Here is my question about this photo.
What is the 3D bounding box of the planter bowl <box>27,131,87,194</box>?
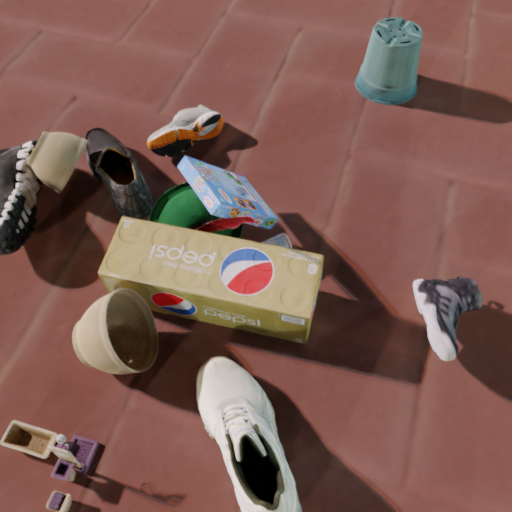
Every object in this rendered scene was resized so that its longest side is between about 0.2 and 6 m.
[{"bbox_3d":[-4.302,-2.108,11.950,0.880,1.308,1.308,28,52,-23],"label":"planter bowl"}]

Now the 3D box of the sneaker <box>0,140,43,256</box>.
[{"bbox_3d":[-5.427,-1.225,11.919,1.415,1.040,3.129,-4,51,0],"label":"sneaker"}]

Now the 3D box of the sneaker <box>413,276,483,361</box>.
[{"bbox_3d":[3.561,0.997,10.078,1.127,0.747,1.980,-16,33,10],"label":"sneaker"}]

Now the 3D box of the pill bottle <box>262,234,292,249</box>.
[{"bbox_3d":[0.315,-0.138,11.477,0.758,0.412,0.412,-25,58,-16],"label":"pill bottle"}]

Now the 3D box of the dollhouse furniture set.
[{"bbox_3d":[-3.498,3.137,8.767,1.511,1.072,1.197,14,56,9],"label":"dollhouse furniture set"}]

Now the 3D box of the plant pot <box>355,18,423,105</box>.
[{"bbox_3d":[3.424,-4.985,14.172,1.631,1.598,1.631,0,54,0],"label":"plant pot"}]

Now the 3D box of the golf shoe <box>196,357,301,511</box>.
[{"bbox_3d":[-0.138,2.747,8.802,1.210,1.503,3.091,-22,56,-12],"label":"golf shoe"}]

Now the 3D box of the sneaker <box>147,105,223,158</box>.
[{"bbox_3d":[-1.809,-3.026,13.410,1.985,0.751,0.913,-28,52,-27],"label":"sneaker"}]

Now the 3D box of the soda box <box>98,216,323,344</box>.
[{"bbox_3d":[-0.804,0.441,10.498,3.911,1.252,1.324,12,61,7],"label":"soda box"}]

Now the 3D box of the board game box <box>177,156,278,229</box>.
[{"bbox_3d":[-0.523,-1.212,10.952,0.335,1.829,1.384,-48,59,21],"label":"board game box"}]

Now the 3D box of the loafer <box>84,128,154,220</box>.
[{"bbox_3d":[-3.115,-2.064,12.454,1.033,1.026,2.839,-29,59,-18],"label":"loafer"}]

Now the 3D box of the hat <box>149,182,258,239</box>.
[{"bbox_3d":[-1.192,-0.919,10.724,2.286,2.012,1.894,-13,76,2],"label":"hat"}]

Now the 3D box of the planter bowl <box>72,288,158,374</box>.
[{"bbox_3d":[-2.571,1.424,9.882,1.005,1.494,1.494,-19,52,19],"label":"planter bowl"}]
